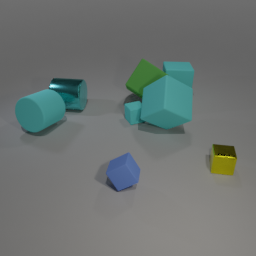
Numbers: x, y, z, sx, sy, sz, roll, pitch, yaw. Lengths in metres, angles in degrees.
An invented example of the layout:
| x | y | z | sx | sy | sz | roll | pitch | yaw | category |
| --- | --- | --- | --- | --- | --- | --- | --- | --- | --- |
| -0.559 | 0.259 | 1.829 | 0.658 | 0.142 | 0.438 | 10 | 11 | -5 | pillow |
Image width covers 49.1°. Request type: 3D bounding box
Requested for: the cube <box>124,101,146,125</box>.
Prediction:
| x | y | z | sx | sy | sz | roll | pitch | yaw | category |
| --- | --- | --- | --- | --- | --- | --- | --- | --- | --- |
| 0.302 | -0.646 | 11.899 | 0.700 | 0.700 | 0.700 | -13 | 32 | -18 | cube |

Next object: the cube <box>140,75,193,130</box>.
| x | y | z | sx | sy | sz | roll | pitch | yaw | category |
| --- | --- | --- | --- | --- | --- | --- | --- | --- | --- |
| 1.490 | -0.931 | 10.769 | 1.400 | 1.400 | 1.400 | 21 | -26 | -30 | cube |

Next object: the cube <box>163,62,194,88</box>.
| x | y | z | sx | sy | sz | roll | pitch | yaw | category |
| --- | --- | --- | --- | --- | --- | --- | --- | --- | --- |
| 2.520 | -2.541 | 14.446 | 1.400 | 1.400 | 1.400 | 2 | 30 | 0 | cube |

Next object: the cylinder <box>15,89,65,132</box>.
| x | y | z | sx | sy | sz | roll | pitch | yaw | category |
| --- | --- | --- | --- | --- | --- | --- | --- | --- | --- |
| -3.453 | -0.705 | 11.116 | 1.400 | 1.400 | 1.400 | 12 | 24 | 19 | cylinder |

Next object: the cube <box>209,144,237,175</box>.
| x | y | z | sx | sy | sz | roll | pitch | yaw | category |
| --- | --- | --- | --- | --- | --- | --- | --- | --- | --- |
| 3.062 | 1.019 | 9.063 | 0.700 | 0.700 | 0.700 | 5 | 31 | 9 | cube |

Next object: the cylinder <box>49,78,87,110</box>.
| x | y | z | sx | sy | sz | roll | pitch | yaw | category |
| --- | --- | --- | --- | --- | --- | --- | --- | --- | --- |
| -2.700 | -1.546 | 12.761 | 1.400 | 1.400 | 1.400 | 4 | 30 | 6 | cylinder |

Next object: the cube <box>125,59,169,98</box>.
| x | y | z | sx | sy | sz | roll | pitch | yaw | category |
| --- | --- | --- | --- | --- | --- | --- | --- | --- | --- |
| 0.851 | -2.090 | 12.801 | 1.400 | 1.400 | 1.400 | 33 | 3 | 1 | cube |

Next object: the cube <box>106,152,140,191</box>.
| x | y | z | sx | sy | sz | roll | pitch | yaw | category |
| --- | --- | --- | --- | --- | --- | --- | --- | --- | --- |
| -0.125 | 1.274 | 8.221 | 0.700 | 0.700 | 0.700 | -26 | 18 | 18 | cube |
